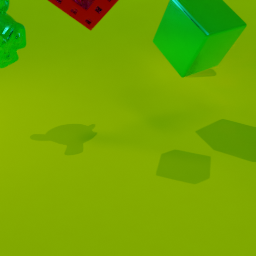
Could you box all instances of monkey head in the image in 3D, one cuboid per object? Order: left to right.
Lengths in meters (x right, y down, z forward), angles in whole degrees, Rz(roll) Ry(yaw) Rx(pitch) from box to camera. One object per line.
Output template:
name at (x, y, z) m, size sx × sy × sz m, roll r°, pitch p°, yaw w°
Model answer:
monkey head at (-3.215, -2.184, 6.585) m, size 1.187 × 1.969 × 1.417 m, roll 35°, pitch 9°, yaw 12°

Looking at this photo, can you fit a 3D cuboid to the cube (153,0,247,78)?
cube at (1.605, -2.203, 6.541) m, size 1.301 × 1.301 × 1.301 m, roll -23°, pitch 68°, yaw -28°

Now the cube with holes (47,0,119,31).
cube with holes at (-0.713, -2.535, 4.937) m, size 0.907 × 0.907 × 0.907 m, roll 28°, pitch 49°, yaw -31°
